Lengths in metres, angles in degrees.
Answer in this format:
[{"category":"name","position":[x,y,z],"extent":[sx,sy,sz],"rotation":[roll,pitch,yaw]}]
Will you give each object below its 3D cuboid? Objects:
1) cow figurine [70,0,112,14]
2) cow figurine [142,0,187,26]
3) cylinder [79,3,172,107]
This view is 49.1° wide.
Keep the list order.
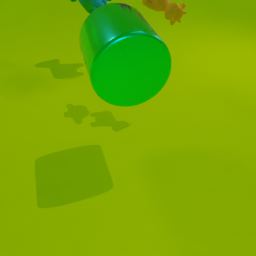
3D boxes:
[{"category":"cow figurine","position":[-1.362,-4.205,8.613],"extent":[0.878,1.575,1.600],"rotation":[-55,21,-3]},{"category":"cow figurine","position":[0.770,-2.728,6.151],"extent":[0.961,0.536,0.977],"rotation":[21,31,-24]},{"category":"cylinder","position":[-0.095,-1.277,4.859],"extent":[1.335,1.335,1.335],"rotation":[-9,43,-12]}]
